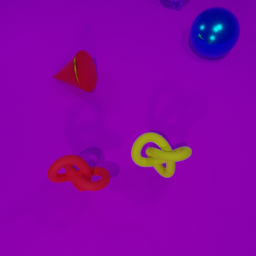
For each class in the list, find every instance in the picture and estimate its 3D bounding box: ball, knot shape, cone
[{"bbox_3d":[2.446,-2.694,7.941,1.368,1.368,1.368,0,66,0],"label":"ball"},{"bbox_3d":[0.642,0.573,6.147,1.188,1.270,0.587,25,56,-18],"label":"knot shape"},{"bbox_3d":[-1.125,0.958,5.957,1.304,1.220,0.603,-1,66,39],"label":"knot shape"},{"bbox_3d":[-1.642,-1.497,7.824,1.138,1.134,1.134,-5,64,23],"label":"cone"}]

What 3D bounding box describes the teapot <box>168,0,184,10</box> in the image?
[{"bbox_3d":[1.357,-4.597,8.528,1.246,2.004,0.981,-33,38,-15],"label":"teapot"}]
